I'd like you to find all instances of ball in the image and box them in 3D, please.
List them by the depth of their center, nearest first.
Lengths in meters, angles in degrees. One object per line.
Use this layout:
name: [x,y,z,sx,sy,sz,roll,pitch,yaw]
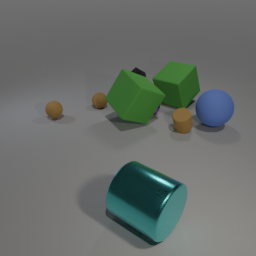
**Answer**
ball: [3.262,-0.758,10.558,1.400,1.400,1.400,0,29,0]
ball: [-3.021,-0.764,11.457,0.700,0.700,0.700,0,29,0]
ball: [-1.252,-1.231,12.435,0.700,0.700,0.700,0,29,0]

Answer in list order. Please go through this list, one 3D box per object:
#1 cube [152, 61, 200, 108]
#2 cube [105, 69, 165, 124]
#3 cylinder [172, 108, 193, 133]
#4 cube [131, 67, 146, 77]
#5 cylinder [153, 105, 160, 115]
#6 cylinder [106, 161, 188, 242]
cube: [2.169,-1.924,12.442,1.400,1.400,1.400,22,57,40]
cube: [0.260,-1.176,10.709,1.400,1.400,1.400,9,32,-45]
cylinder: [2.050,-0.278,10.520,0.700,0.700,0.700,-10,48,11]
cube: [0.464,-2.513,14.259,0.700,0.700,0.700,21,47,-36]
cylinder: [0.867,-0.948,11.720,0.700,0.700,0.700,12,21,-31]
cylinder: [0.444,1.667,6.543,1.400,1.400,1.400,22,36,33]
